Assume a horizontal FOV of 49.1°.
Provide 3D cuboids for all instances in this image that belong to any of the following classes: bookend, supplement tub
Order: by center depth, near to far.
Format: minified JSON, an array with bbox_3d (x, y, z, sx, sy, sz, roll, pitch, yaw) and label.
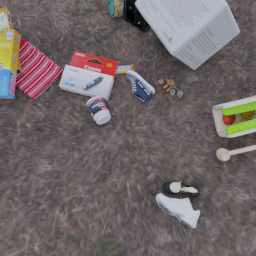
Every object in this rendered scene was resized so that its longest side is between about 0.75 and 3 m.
[{"bbox_3d":[-1.023,-0.622,9.833,0.607,0.607,0.865,-26,72,-10],"label":"supplement tub"},{"bbox_3d":[0.418,-4.563,11.074,1.124,1.117,0.518,37,72,12],"label":"bookend"}]

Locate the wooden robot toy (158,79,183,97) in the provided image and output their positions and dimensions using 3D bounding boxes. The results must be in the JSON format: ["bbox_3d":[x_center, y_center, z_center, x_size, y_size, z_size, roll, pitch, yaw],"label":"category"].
[{"bbox_3d":[1.552,-1.542,10.252,0.471,0.485,1.070,-42,74,-15],"label":"wooden robot toy"}]

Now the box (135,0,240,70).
[{"bbox_3d":[2.095,-3.793,9.649,2.143,2.489,2.501,-38,71,24],"label":"box"}]

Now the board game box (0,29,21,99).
[{"bbox_3d":[-4.880,-2.274,9.941,1.836,0.484,2.400,2,83,5],"label":"board game box"}]

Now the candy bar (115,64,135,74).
[{"bbox_3d":[-0.560,-2.217,10.677,1.626,0.180,0.405,-4,69,0],"label":"candy bar"}]

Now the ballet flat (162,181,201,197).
[{"bbox_3d":[1.731,1.920,8.957,1.243,0.425,0.423,8,67,3],"label":"ballet flat"}]

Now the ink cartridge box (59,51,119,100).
[{"bbox_3d":[-1.414,-2.018,10.364,1.843,0.412,1.624,14,79,5],"label":"ink cartridge box"}]

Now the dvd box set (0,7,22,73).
[{"bbox_3d":[-5.163,-3.073,10.531,1.879,0.378,2.569,-16,80,3],"label":"dvd box set"}]

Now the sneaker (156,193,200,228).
[{"bbox_3d":[1.572,2.429,8.752,1.489,0.580,0.740,35,66,3],"label":"sneaker"}]

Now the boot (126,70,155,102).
[{"bbox_3d":[0.317,-1.538,10.244,1.322,0.481,0.597,39,69,13],"label":"boot"}]

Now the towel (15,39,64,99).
[{"bbox_3d":[-3.778,-2.292,10.664,2.283,0.257,1.651,39,75,13],"label":"towel"}]

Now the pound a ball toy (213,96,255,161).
[{"bbox_3d":[4.065,-0.109,9.519,2.763,1.174,1.802,-14,95,-6],"label":"pound a ball toy"}]

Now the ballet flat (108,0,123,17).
[{"bbox_3d":[-0.523,-5.317,11.740,0.561,0.606,1.720,2,70,-27],"label":"ballet flat"}]
